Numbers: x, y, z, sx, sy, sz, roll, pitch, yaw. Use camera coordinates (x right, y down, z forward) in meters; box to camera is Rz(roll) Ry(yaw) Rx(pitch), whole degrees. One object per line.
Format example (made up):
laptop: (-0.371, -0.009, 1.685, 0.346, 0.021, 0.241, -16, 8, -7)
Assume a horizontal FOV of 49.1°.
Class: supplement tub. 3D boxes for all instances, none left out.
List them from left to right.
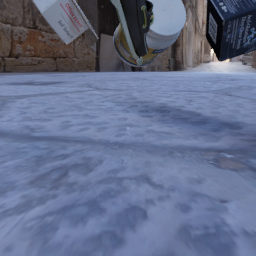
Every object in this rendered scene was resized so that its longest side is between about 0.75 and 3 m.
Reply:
supplement tub: (0.742, -3.758, 10.786, 2.080, 2.080, 2.876, -5, -6, -19)

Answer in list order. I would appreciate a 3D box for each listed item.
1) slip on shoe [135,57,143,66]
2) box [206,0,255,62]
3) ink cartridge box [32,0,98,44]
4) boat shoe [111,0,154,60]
slip on shoe: (0.334, -2.233, 9.293, 0.240, 0.291, 0.784, 30, 10, 2)
box: (3.182, -2.870, 7.242, 2.041, 1.093, 1.515, -18, -30, 5)
ink cartridge box: (-1.282, -2.169, 4.855, 0.567, 1.684, 0.986, -37, -20, 2)
boat shoe: (0.111, -1.840, 4.383, 0.595, 0.704, 1.975, -19, -29, 7)
